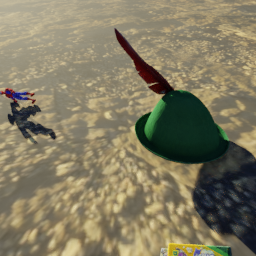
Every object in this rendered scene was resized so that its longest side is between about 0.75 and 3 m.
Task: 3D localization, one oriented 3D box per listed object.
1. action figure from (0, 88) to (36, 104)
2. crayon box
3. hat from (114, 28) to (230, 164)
[{"bbox_3d":[-3.500,-1.017,8.763,1.207,0.395,0.312,12,40,15],"label":"action figure"},{"bbox_3d":[0.842,1.843,3.603,0.962,0.248,0.605,-6,48,21],"label":"crayon box"},{"bbox_3d":[1.292,-0.757,6.176,2.687,2.365,2.226,-15,39,-30],"label":"hat"}]
